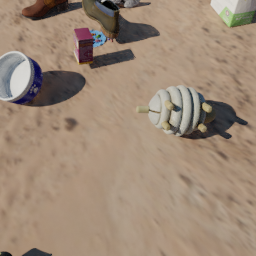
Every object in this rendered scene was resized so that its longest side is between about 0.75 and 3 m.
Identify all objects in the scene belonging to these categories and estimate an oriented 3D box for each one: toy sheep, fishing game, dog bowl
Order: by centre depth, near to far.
[{"bbox_3d":[1.225,-0.428,7.016,2.048,1.412,1.412,7,53,-12],"label":"toy sheep"},{"bbox_3d":[-3.105,-1.381,7.811,1.396,0.550,1.396,-3,81,20],"label":"dog bowl"},{"bbox_3d":[-1.202,-3.156,9.734,1.254,0.195,0.898,-12,57,-9],"label":"fishing game"}]

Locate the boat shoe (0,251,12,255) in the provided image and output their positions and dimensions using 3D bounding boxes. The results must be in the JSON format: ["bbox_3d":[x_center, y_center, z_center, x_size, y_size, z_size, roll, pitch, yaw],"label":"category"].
[{"bbox_3d":[-2.875,2.972,5.053,1.804,0.660,0.565,-34,23,-11],"label":"boat shoe"}]

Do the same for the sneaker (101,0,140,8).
[{"bbox_3d":[-0.318,-5.144,10.929,1.541,0.579,0.886,-10,57,-3],"label":"sneaker"}]

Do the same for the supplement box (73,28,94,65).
[{"bbox_3d":[-1.355,-2.472,8.490,0.471,0.912,0.597,-12,56,-18],"label":"supplement box"}]

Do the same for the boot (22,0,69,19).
[{"bbox_3d":[-3.093,-5.027,9.961,1.891,2.009,0.688,-20,56,-14],"label":"boot"}]

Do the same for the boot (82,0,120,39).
[{"bbox_3d":[-0.866,-4.044,9.382,0.772,1.001,2.066,-26,68,-28],"label":"boot"}]

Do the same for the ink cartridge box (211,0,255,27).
[{"bbox_3d":[3.893,-5.198,9.578,0.950,2.823,1.653,-13,55,-9],"label":"ink cartridge box"}]
